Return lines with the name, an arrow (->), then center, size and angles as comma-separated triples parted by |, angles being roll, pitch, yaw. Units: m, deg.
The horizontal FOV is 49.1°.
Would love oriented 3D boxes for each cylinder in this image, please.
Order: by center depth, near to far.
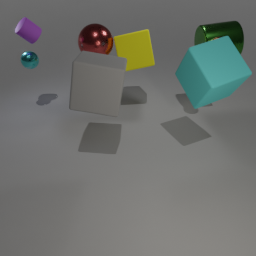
cylinder -> -3.735, -3.652, 10.512 | 0.700, 0.700, 0.700 | 31, 8, -42
cylinder -> 3.406, -3.246, 10.613 | 1.400, 1.400, 1.400 | -9, 32, -3

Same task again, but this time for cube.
cube -> -0.840, -1.314, 8.163 | 1.400, 1.400, 1.400 | 9, 27, -3
cube -> 2.511, -1.654, 8.493 | 1.400, 1.400, 1.400 | -21, 73, -15
cube -> 0.273, -3.202, 11.655 | 1.400, 1.400, 1.400 | -11, 15, 5

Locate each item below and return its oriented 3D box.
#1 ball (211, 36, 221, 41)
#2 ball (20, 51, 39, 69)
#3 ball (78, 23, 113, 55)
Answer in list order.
ball -> 3.108, -2.772, 9.608 | 0.700, 0.700, 0.700 | 0, 32, 0
ball -> -3.902, -2.700, 11.138 | 0.700, 0.700, 0.700 | 0, 32, 0
ball -> -1.281, -3.404, 11.111 | 1.400, 1.400, 1.400 | 0, 32, 0
